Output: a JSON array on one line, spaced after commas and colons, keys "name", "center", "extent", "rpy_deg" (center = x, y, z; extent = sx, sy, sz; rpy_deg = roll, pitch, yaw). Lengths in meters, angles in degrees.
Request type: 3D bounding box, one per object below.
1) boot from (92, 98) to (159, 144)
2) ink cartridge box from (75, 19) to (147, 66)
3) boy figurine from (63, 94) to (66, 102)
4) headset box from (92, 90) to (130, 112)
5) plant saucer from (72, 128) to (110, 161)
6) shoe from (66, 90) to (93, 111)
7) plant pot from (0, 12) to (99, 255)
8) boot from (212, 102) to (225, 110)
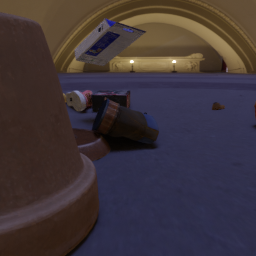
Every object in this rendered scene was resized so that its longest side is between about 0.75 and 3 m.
[{"name": "boot", "center": [-0.163, -0.096, 7.484], "extent": [1.406, 1.084, 2.902], "rpy_deg": [22, 3, -9]}, {"name": "ink cartridge box", "center": [-0.588, -2.605, 8.428], "extent": [1.119, 0.441, 2.250], "rpy_deg": [3, -17, -40]}, {"name": "boy figurine", "center": [-3.294, -1.415, 13.030], "extent": [1.137, 0.589, 1.829], "rpy_deg": [-1, 11, -17]}, {"name": "headset box", "center": [-0.656, -1.111, 11.449], "extent": [1.394, 0.704, 1.876], "rpy_deg": [1, 14, 4]}, {"name": "plant saucer", "center": [-1.412, 0.341, 6.276], "extent": [2.031, 0.350, 2.031], "rpy_deg": [-1, 13, 0]}, {"name": "shoe", "center": [-1.834, -1.221, 11.678], "extent": [1.025, 0.805, 2.253], "rpy_deg": [-12, 13, -24]}, {"name": "plant pot", "center": [-1.736, -0.018, 3.323], "extent": [2.800, 2.442, 2.800], "rpy_deg": [1, 13, 0]}, {"name": "boot", "center": [3.764, -0.922, 11.576], "extent": [0.784, 0.296, 0.288], "rpy_deg": [-10, 15, -39]}]
